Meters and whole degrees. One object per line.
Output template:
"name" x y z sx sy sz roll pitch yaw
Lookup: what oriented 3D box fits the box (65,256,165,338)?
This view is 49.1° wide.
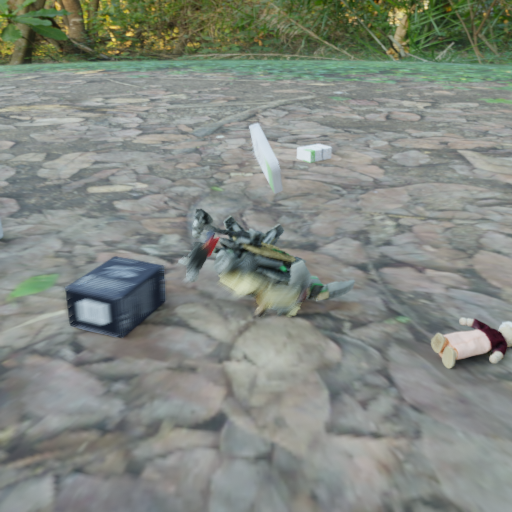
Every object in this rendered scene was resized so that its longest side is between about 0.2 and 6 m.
"box" -1.875 0.527 7.627 0.851 0.600 1.150 10 24 20

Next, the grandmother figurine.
"grandmother figurine" 2.769 1.042 6.898 1.210 0.366 0.734 -5 50 -19

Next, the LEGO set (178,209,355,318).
"LEGO set" -0.060 0.240 7.481 2.335 1.019 3.596 26 13 21

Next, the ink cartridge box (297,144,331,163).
"ink cartridge box" 1.632 -2.883 15.717 0.800 0.336 0.582 -16 29 -32

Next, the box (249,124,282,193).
"box" 0.219 -2.124 12.217 0.235 0.933 1.292 -20 57 -3

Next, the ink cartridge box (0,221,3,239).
"ink cartridge box" -5.398 -0.474 10.013 1.300 0.544 0.943 4 24 8
